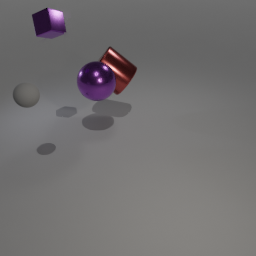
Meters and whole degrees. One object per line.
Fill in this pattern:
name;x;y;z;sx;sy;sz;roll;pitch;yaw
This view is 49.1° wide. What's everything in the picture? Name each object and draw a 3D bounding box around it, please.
cube;-2.502;-3.311;8.923;0.700;0.700;0.700;-7;6;30
cylinder;-0.585;-2.284;11.239;1.400;1.400;1.400;35;27;-15
ball;-1.116;-1.661;9.979;1.400;1.400;1.400;0;30;0
ball;-2.784;-0.907;7.682;0.700;0.700;0.700;0;30;0
